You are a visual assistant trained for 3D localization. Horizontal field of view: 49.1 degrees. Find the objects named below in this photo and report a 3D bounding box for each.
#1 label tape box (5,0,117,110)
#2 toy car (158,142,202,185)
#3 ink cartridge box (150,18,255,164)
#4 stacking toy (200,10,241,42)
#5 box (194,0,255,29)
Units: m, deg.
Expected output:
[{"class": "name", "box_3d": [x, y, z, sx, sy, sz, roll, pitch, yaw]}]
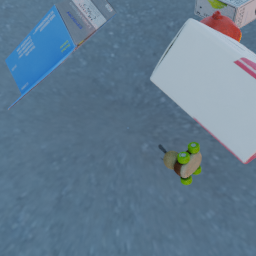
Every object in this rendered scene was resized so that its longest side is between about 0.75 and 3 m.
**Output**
[{"class": "label tape box", "box_3d": [-1.433, -1.638, 5.383, 0.779, 1.774, 2.460, 49, 37, -18]}, {"class": "toy car", "box_3d": [0.883, 0.553, 5.072, 0.755, 0.620, 0.596, 20, 45, 41]}, {"class": "ink cartridge box", "box_3d": [1.201, -0.437, 3.037, 1.227, 0.715, 1.685, 46, 31, 19]}, {"class": "stacking toy", "box_3d": [1.838, -1.323, 5.414, 2.046, 2.260, 0.955, 1, 87, -12]}, {"class": "box", "box_3d": [2.320, -2.664, 5.625, 1.745, 0.525, 1.018, -32, 56, -19]}]
